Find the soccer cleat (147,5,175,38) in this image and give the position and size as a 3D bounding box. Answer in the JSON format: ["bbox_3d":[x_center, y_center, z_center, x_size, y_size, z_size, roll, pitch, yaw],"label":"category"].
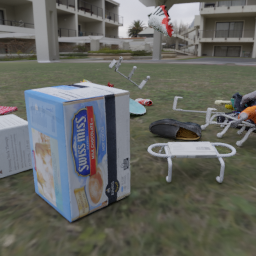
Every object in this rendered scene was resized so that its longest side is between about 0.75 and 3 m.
[{"bbox_3d":[1.317,-4.326,11.613,0.987,0.795,2.317,-19,44,16],"label":"soccer cleat"}]

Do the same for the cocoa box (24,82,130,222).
[{"bbox_3d":[-0.989,0.351,5.663,1.502,2.290,1.527,-15,23,-41],"label":"cocoa box"}]

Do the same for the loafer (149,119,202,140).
[{"bbox_3d":[1.584,0.081,9.399,1.775,0.646,0.642,1,22,8],"label":"loafer"}]

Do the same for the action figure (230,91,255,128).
[{"bbox_3d":[4.303,-0.263,8.305,2.512,1.314,2.430,34,53,5],"label":"action figure"}]

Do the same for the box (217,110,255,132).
[{"bbox_3d":[4.736,-0.260,10.886,1.471,0.371,2.058,-13,23,-40],"label":"box"}]

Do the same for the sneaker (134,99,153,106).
[{"bbox_3d":[0.787,-1.316,14.342,0.955,0.319,0.512,-1,15,-11],"label":"sneaker"}]

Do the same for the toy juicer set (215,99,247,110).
[{"bbox_3d":[4.659,-1.081,11.972,2.363,0.643,1.503,12,4,-28],"label":"toy juicer set"}]

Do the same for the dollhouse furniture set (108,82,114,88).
[{"bbox_3d":[-1.865,-1.832,14.528,1.570,1.186,2.917,-6,18,-19],"label":"dollhouse furniture set"}]

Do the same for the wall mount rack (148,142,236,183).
[{"bbox_3d":[1.545,0.720,7.206,2.124,0.792,1.845,0,21,1],"label":"wall mount rack"}]

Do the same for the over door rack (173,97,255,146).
[{"bbox_3d":[2.930,-0.158,9.320,2.645,0.881,1.954,15,9,-28],"label":"over door rack"}]

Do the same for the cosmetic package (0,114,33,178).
[{"bbox_3d":[-3.329,0.470,7.040,1.490,1.247,1.239,-16,24,-39],"label":"cosmetic package"}]

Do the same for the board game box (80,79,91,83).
[{"bbox_3d":[-1.584,-2.039,15.019,2.008,0.301,0.959,20,16,-33],"label":"board game box"}]

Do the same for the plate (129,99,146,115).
[{"bbox_3d":[-0.157,-1.032,12.802,2.023,0.258,2.023,18,23,-8],"label":"plate"}]

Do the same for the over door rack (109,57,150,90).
[{"bbox_3d":[0.088,-1.641,8.371,1.116,0.503,1.510,34,8,-2],"label":"over door rack"}]

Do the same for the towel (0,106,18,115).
[{"bbox_3d":[-6.106,-0.855,13.141,1.473,0.166,1.066,5,19,16],"label":"towel"}]
